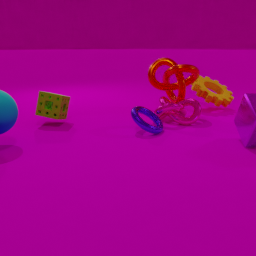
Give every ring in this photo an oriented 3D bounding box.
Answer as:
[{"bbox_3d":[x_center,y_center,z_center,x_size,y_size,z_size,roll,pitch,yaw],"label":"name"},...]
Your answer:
[{"bbox_3d":[0.572,-0.251,8.338,1.115,0.223,1.115,26,30,-16],"label":"ring"}]

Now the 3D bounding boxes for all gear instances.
[{"bbox_3d":[3.277,-1.444,10.907,1.650,0.305,1.650,15,37,-12],"label":"gear"}]

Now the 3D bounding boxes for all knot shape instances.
[{"bbox_3d":[1.624,-1.595,9.934,1.763,1.650,0.815,8,39,26],"label":"knot shape"},{"bbox_3d":[1.671,-0.584,9.338,1.528,0.755,1.633,8,19,24],"label":"knot shape"}]

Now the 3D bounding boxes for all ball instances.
[{"bbox_3d":[-3.324,-0.388,6.902,1.148,1.148,1.148,0,17,0],"label":"ball"}]

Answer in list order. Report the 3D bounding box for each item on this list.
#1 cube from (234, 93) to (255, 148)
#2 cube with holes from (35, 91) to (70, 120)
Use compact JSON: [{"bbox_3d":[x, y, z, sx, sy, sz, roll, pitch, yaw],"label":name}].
[{"bbox_3d":[3.449,-0.194,7.137,1.003,1.003,1.003,0,45,-1],"label":"cube"},{"bbox_3d":[-2.410,-0.723,9.039,0.761,0.761,0.761,12,5,6],"label":"cube with holes"}]
